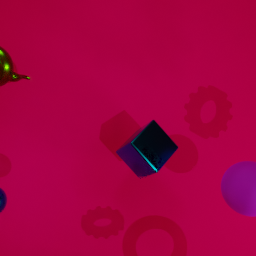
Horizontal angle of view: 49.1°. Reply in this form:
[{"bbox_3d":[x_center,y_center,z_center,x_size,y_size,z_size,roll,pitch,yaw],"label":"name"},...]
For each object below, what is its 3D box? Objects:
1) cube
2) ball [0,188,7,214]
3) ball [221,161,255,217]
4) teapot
[{"bbox_3d":[0.473,0.556,7.152,0.971,0.971,0.971,48,59,-3],"label":"cube"},{"bbox_3d":[-3.072,1.632,6.221,0.717,0.717,0.717,0,83,0],"label":"ball"},{"bbox_3d":[2.622,1.303,6.060,1.170,1.170,1.170,0,83,0],"label":"ball"},{"bbox_3d":[-2.581,-1.219,5.395,1.394,0.682,0.867,28,113,-21],"label":"teapot"}]
